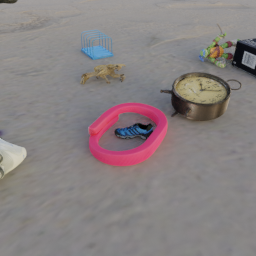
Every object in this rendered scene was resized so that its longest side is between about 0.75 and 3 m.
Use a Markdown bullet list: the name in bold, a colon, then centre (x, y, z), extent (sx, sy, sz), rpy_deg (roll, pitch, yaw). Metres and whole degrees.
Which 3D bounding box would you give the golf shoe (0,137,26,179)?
- **golf shoe**: centre (-3.949, 0.585, 7.201), extent (2.804, 1.098, 1.363), rpy_deg (16, 17, 18)

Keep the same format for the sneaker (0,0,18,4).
- **sneaker**: centre (-2.949, -2.694, 6.096), extent (1.674, 0.967, 0.628), rpy_deg (33, 34, 27)

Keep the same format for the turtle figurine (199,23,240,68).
- **turtle figurine**: centre (4.475, -3.578, 12.824), extent (1.968, 2.030, 1.461), rpy_deg (-11, 69, -23)

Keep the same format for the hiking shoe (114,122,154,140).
- **hiking shoe**: centre (0.176, 0.033, 8.195), extent (1.155, 0.501, 0.430), rpy_deg (1, 34, 2)

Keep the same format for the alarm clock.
- **alarm clock**: centre (2.628, -1.111, 9.335), extent (2.757, 0.918, 1.860), rpy_deg (-20, 45, -14)

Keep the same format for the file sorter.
- **file sorter**: centre (-1.604, -4.253, 14.191), extent (1.128, 0.997, 1.626), rpy_deg (-18, 38, -23)

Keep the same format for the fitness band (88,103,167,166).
- **fitness band**: centre (0.028, 0.102, 8.162), extent (1.956, 0.510, 2.723), rpy_deg (18, 39, 21)

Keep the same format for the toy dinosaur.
- **toy dinosaur**: centre (-0.747, -2.445, 11.696), extent (2.647, 0.770, 1.339), rpy_deg (-27, 41, -34)

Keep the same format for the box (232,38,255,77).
- **box**: centre (6.108, -3.116, 12.310), extent (2.039, 1.197, 2.005), rpy_deg (-12, 36, -20)
